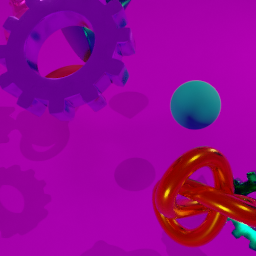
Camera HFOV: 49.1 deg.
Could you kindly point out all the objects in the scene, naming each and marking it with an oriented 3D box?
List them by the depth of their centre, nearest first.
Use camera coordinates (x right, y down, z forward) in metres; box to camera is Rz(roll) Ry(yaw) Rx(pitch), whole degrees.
[{"bbox_3d":[-0.831,-1.015,3.659,1.808,0.334,1.808,-3,75,11],"label":"gear"},{"bbox_3d":[0.942,0.903,3.686,1.660,1.553,0.767,-13,40,25],"label":"knot shape"},{"bbox_3d":[2.119,1.291,4.366,1.235,1.235,0.228,42,22,27],"label":"gear"},{"bbox_3d":[1.248,-0.420,5.211,0.912,0.912,0.912,0,53,0],"label":"ball"},{"bbox_3d":[-2.142,-2.141,5.662,1.177,0.657,1.196,20,60,22],"label":"cow figurine"},{"bbox_3d":[-0.531,-2.380,5.815,1.537,1.531,1.531,-33,60,-15],"label":"cone"},{"bbox_3d":[-1.342,-0.956,6.152,1.387,0.277,1.387,-8,42,8],"label":"ring"}]
